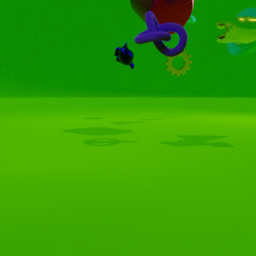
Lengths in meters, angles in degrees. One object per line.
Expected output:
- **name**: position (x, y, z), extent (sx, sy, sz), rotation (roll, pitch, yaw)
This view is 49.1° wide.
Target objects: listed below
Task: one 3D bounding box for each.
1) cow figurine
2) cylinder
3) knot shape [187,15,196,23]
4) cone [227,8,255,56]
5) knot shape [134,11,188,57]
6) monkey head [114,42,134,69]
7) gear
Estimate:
- **cow figurine**: position (2.574, -2.021, 5.699), extent (1.199, 0.658, 1.180), rotation (-9, 13, -28)
- **cylinder**: position (0.902, -3.468, 7.778), extent (1.326, 1.326, 1.326), rotation (-4, 45, -30)
- **knot shape**: position (1.878, -4.004, 10.099), extent (1.170, 0.578, 1.250), rotation (8, -25, -20)
- **cone**: position (3.157, -2.164, 6.660), extent (1.085, 1.081, 1.081), rotation (5, 5, -19)
- **knot shape**: position (0.658, -2.067, 6.036), extent (1.140, 1.066, 0.527), rotation (0, -39, -22)
- **monkey head**: position (-0.065, -3.139, 11.844), extent (0.788, 1.307, 0.940), rotation (15, 58, 29)
- **gear**: position (2.031, -2.660, 11.371), extent (1.067, 1.067, 0.197), rotation (-1, 22, -6)
